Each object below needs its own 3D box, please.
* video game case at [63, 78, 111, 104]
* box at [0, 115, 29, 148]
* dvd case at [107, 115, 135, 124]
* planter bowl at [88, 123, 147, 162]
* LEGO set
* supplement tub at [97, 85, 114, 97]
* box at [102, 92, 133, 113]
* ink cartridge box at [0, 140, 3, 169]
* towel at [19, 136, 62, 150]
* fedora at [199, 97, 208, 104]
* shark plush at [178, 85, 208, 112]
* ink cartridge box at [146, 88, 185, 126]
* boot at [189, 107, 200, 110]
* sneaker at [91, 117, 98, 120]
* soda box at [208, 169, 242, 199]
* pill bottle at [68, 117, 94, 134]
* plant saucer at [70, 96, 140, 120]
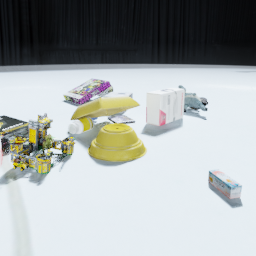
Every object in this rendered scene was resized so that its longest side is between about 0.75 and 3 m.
[{"bbox_3d":[-2.466,-2.245,16.775,2.272,0.407,2.059,-35,33,-26],"label":"video game case"},{"bbox_3d":[-4.640,0.248,9.148,1.840,0.568,2.304,11,25,39],"label":"box"},{"bbox_3d":[-0.309,-0.379,12.422,0.866,0.093,1.165,-7,18,-24],"label":"dvd case"},{"bbox_3d":[-0.333,0.332,8.814,1.894,0.789,1.894,1,16,0],"label":"planter bowl"},{"bbox_3d":[-2.388,0.299,7.906,1.550,1.168,2.016,16,21,20],"label":"LEGO set"},{"bbox_3d":[-1.501,-2.406,17.965,0.821,0.821,1.132,6,17,21],"label":"supplement tub"},{"bbox_3d":[-0.578,-1.379,14.757,1.312,0.676,2.249,4,17,13],"label":"box"},{"bbox_3d":[-3.770,0.093,7.180,0.729,2.161,1.258,-5,17,-17],"label":"ink cartridge box"},{"bbox_3d":[-3.174,0.444,9.527,1.534,0.179,1.170,8,18,30],"label":"towel"},{"bbox_3d":[4.218,-1.568,15.992,0.760,0.343,0.672,15,22,41],"label":"fedora"},{"bbox_3d":[3.120,-1.124,14.067,1.076,1.174,2.584,-44,42,-7],"label":"shark plush"},{"bbox_3d":[1.640,-0.968,12.186,0.782,1.343,1.855,14,22,40],"label":"ink cartridge box"},{"bbox_3d":[3.760,-1.126,14.677,0.865,0.278,0.806,-5,16,-31],"label":"boot"},{"bbox_3d":[-1.823,-0.400,12.111,1.102,0.417,0.425,-2,50,-20],"label":"sneaker"},{"bbox_3d":[2.212,1.272,6.457,0.288,0.310,0.906,-5,17,-16],"label":"soda box"},{"bbox_3d":[-1.784,-0.076,10.603,0.541,0.541,0.973,10,19,30],"label":"pill bottle"},{"bbox_3d":[-0.941,-0.821,11.085,2.091,0.507,2.090,-10,-4,-45],"label":"plant saucer"}]
